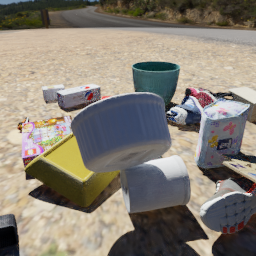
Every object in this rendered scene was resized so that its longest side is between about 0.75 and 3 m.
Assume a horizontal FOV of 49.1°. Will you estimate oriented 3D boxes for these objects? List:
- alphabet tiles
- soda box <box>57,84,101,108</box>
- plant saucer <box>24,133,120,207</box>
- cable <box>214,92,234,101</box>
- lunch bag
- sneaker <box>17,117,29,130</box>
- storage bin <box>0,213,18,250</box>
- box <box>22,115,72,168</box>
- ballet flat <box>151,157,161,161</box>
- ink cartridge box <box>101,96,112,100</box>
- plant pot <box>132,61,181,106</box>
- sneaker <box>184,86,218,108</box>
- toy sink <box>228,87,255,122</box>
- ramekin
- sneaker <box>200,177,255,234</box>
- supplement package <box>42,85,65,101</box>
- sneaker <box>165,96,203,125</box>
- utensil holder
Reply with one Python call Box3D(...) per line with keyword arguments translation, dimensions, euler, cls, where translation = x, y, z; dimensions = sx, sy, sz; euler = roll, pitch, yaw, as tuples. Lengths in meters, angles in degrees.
Box3D(translation=(3.750, 1.159, 6.602), dimensions=(2.932, 0.093, 2.439), euler=(6, 16, -32), cls="alphabet tiles")
Box3D(translation=(-2.212, -1.494, 12.811), dimensions=(1.971, 0.628, 0.671), euler=(-20, 32, -36), cls="soda box")
Box3D(translation=(-1.277, 0.835, 7.247), dimensions=(1.971, 0.478, 1.971), euler=(25, 39, 19), cls="plant saucer")
Box3D(translation=(4.336, -1.387, 12.988), dimensions=(1.528, 0.388, 1.247), euler=(-4, 20, -3), cls="cable")
Box3D(translation=(2.656, 0.182, 8.037), dimensions=(1.193, 1.591, 1.877), euler=(21, 29, 36), cls="lunch bag")
Box3D(translation=(-3.869, -0.175, 10.336), dimensions=(0.386, 0.300, 0.857), euler=(-2, 27, -12), cls="sneaker")
Box3D(translation=(-2.527, 2.012, 5.326), dimensions=(0.773, 0.523, 0.362), euler=(-9, 27, -18), cls="storage bin")
Box3D(translation=(-2.428, 0.368, 8.847), dimensions=(1.686, 0.482, 2.465), euler=(-12, 27, -16), cls="box")
Box3D(translation=(0.363, 0.848, 8.080), dimensions=(1.247, 0.431, 0.444), euler=(18, 57, 33), cls="ballet flat")
Box3D(translation=(-0.622, -0.809, 11.399), dimensions=(0.963, 0.558, 1.658), euler=(-1, 25, -3), cls="ink cartridge box")
Box3D(translation=(1.207, -1.913, 12.441), dimensions=(2.117, 1.699, 2.117), euler=(0, 24, 0), cls="plant pot")
Box3D(translation=(3.222, -1.098, 11.402), dimensions=(1.026, 1.107, 2.747), euler=(-2, 24, -10), cls="sneaker")
Box3D(translation=(4.872, -0.970, 11.407), dimensions=(1.005, 0.864, 1.542), euler=(-10, 32, -21), cls="toy sink")
Box3D(translation=(-0.082, 0.178, 5.351), dimensions=(1.882, 1.882, 0.917), euler=(-9, 69, -18), cls="ramekin")
Box3D(translation=(2.215, 1.571, 6.120), dimensions=(2.278, 0.878, 0.933), euler=(-5, 13, -35), cls="sneaker")
Box3D(translation=(-3.534, -1.692, 13.334), dimensions=(0.993, 0.544, 0.565), euler=(-10, 27, -20), cls="supplement package")
Box3D(translation=(2.068, -0.746, 11.018), dimensions=(1.368, 0.753, 1.868), euler=(-1, 30, -12), cls="sneaker")
Box3D(translation=(0.566, 1.269, 6.279), dimensions=(1.322, 1.124, 1.124), euler=(-8, 26, -11), cls="utensil holder")
